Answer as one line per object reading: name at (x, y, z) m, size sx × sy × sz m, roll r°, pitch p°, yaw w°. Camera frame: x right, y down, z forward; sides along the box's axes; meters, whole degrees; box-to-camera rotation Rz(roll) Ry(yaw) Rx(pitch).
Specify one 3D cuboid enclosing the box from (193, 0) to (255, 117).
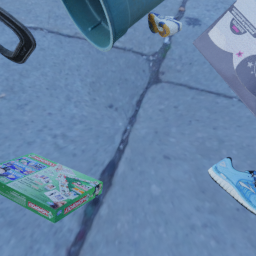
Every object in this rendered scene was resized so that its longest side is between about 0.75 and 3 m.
box at (2.216, -1.171, 4.783) m, size 1.798 × 1.188 × 1.031 m, roll 55°, pitch 29°, yaw 14°

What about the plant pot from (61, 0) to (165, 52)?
plant pot at (-0.206, -3.875, 7.359) m, size 2.653 × 2.709 × 2.709 m, roll -37°, pitch 62°, yaw -15°

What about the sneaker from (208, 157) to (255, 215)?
sneaker at (1.436, 0.711, 3.327) m, size 0.954 × 0.374 × 0.429 m, roll 43°, pitch 92°, yaw 22°

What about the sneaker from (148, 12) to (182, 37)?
sneaker at (0.894, -2.558, 6.908) m, size 0.530 × 0.452 × 1.202 m, roll -18°, pitch 43°, yaw -13°

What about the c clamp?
c clamp at (-3.007, -2.332, 6.341) m, size 1.999 × 2.340 × 0.317 m, roll 33°, pitch 67°, yaw -18°

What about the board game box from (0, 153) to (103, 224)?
board game box at (-1.703, 1.065, 5.517) m, size 2.011 × 0.293 × 1.353 m, roll 16°, pitch 17°, yaw 27°
